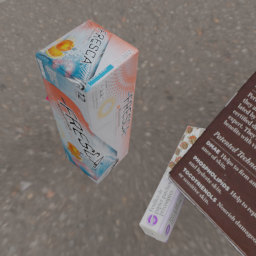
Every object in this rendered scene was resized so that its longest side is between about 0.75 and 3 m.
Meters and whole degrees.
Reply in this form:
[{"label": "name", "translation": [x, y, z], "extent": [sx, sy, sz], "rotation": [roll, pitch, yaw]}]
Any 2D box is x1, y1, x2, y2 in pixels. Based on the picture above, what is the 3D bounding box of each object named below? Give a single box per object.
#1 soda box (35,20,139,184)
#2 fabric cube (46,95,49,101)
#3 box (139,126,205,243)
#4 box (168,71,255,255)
[{"label": "soda box", "translation": [-0.477, -0.156, 3.953], "extent": [0.790, 2.486, 0.850], "rotation": [37, 63, 19]}, {"label": "fabric cube", "translation": [-0.977, -0.840, 6.318], "extent": [1.043, 1.063, 1.060], "rotation": [18, 85, 35]}, {"label": "box", "translation": [0.940, 0.951, 5.233], "extent": [0.436, 0.467, 2.254], "rotation": [13, 56, 32]}, {"label": "box", "translation": [2.242, 0.533, 4.171], "extent": [1.863, 1.883, 2.269], "rotation": [45, 108, 30]}]
